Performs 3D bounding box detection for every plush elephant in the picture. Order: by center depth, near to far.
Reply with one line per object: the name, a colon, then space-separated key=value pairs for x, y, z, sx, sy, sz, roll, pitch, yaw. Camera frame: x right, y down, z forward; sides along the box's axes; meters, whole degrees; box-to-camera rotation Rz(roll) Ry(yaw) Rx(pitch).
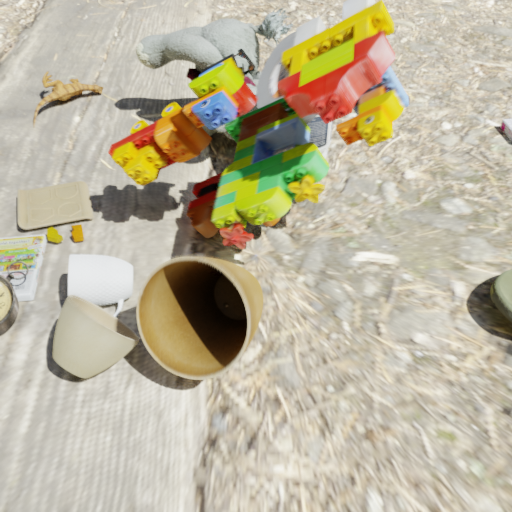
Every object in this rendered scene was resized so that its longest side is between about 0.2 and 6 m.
plush elephant: x=-0.530 y=-3.021 z=10.435 sx=2.894 sy=2.383 sz=2.240 roll=-9 pitch=74 yaw=38

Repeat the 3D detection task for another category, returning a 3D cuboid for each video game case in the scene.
video game case: x=-3.893 y=0.210 z=8.194 sx=1.429 sy=0.164 sz=1.301 roll=-6 pitch=43 yaw=-5

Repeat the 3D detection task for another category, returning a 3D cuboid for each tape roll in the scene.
tape roll: x=0.587 y=-2.640 z=8.449 sx=0.454 sy=1.375 sz=1.375 roll=15 pitch=33 yaw=-34

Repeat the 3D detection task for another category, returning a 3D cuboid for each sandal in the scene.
sandal: x=4.478 y=0.222 z=7.663 sx=2.984 sy=0.851 sz=1.185 roll=-17 pitch=46 yaw=-18

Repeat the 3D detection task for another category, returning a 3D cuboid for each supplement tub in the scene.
supplement tub: x=0.916 y=-2.420 z=10.142 sx=0.950 sy=1.353 sz=0.950 roll=0 pitch=43 yaw=0

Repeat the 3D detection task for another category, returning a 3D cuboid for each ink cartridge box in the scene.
ink cartridge box: x=5.534 y=-2.459 z=11.009 sx=1.195 sy=0.251 sz=0.713 roll=-6 pitch=43 yaw=-2

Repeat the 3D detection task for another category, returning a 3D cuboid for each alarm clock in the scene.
alarm clock: x=-3.545 y=0.583 z=7.436 sx=0.902 sy=0.445 sz=1.337 roll=33 pitch=63 yaw=9

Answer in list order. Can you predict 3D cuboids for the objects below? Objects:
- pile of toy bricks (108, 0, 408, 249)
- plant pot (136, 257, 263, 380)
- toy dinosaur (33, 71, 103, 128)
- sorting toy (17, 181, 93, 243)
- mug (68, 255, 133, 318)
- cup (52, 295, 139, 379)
pile of toy bricks: x=0.008 y=-1.119 z=7.246 sx=4.351 sy=2.414 sz=2.148 roll=-18 pitch=46 yaw=32
plant pot: x=-0.486 y=0.602 z=6.830 sx=1.381 sy=1.381 sz=1.482 roll=15 pitch=12 yaw=16
toy dinosaur: x=-4.169 y=-3.458 z=11.858 sx=1.886 sy=0.570 sz=1.001 roll=-34 pitch=54 yaw=-31
sorting toy: x=-3.265 y=-0.672 z=9.141 sx=1.147 sy=0.206 sz=1.539 roll=-9 pitch=44 yaw=-16
mug: x=-2.109 y=0.455 z=7.621 sx=0.834 sy=0.702 sz=0.951 roll=1 pitch=72 yaw=-15
cup: x=-2.033 y=1.036 z=6.758 sx=1.003 sy=1.003 sz=0.718 roll=32 pitch=85 yaw=30
